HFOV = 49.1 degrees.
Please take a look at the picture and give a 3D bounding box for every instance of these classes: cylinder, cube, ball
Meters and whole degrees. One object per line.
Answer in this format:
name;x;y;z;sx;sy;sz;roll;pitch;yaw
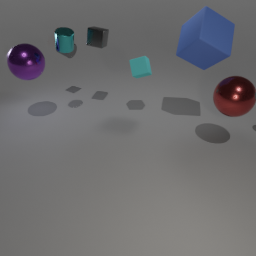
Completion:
cylinder;-2.839;-3.677;12.918;0.700;0.700;0.700;30;39;14
cube;2.819;-3.223;10.253;1.400;1.400;1.400;21;-19;-21
cylinder;-2.384;-3.305;10.535;0.700;0.700;0.700;6;46;-6
ball;3.632;-1.072;9.557;1.400;1.400;1.400;0;31;0
ball;-3.938;-2.555;10.874;1.400;1.400;1.400;0;31;0
cube;0.532;-2.506;11.612;0.700;0.700;0.700;-11;0;16
cube;-1.249;-3.725;11.494;0.700;0.700;0.700;14;26;8
